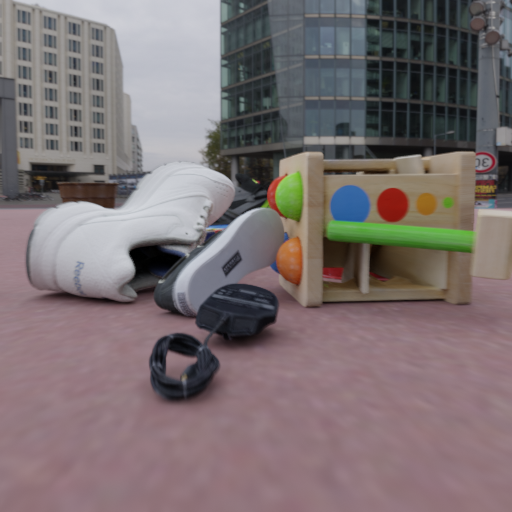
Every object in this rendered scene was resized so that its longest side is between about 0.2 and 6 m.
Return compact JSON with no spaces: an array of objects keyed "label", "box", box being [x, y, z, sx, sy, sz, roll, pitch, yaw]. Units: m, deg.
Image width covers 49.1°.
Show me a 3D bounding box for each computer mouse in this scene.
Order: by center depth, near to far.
[{"label":"computer mouse","box":[-0.243,0.566,3.757,0.551,0.320,1.880,12,14,13]}]

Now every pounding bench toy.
[{"label":"pounding bench toy","box":[1.133,-0.268,5.548,1.858,1.480,2.382,-1,6,-8]}]

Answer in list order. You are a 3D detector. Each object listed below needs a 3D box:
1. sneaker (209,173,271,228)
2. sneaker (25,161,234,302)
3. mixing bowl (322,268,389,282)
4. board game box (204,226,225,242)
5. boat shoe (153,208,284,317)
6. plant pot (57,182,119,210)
[{"label":"sneaker","box":[0.114,-0.849,10.426,3.473,1.439,1.231,1,-13,-4]},{"label":"sneaker","box":[-1.096,-0.228,6.659,1.377,1.178,3.162,20,33,23]},{"label":"mixing bowl","box":[1.564,-0.258,7.787,1.852,1.003,1.852,-1,6,0]},{"label":"board game box","box":[-1.260,-0.181,8.889,1.845,0.569,1.846,3,8,20]},{"label":"boat shoe","box":[-0.321,0.007,5.473,0.494,0.599,1.744,-3,24,37]},{"label":"plant pot","box":[-3.925,-1.030,13.127,1.387,1.373,1.387,1,6,0]}]
